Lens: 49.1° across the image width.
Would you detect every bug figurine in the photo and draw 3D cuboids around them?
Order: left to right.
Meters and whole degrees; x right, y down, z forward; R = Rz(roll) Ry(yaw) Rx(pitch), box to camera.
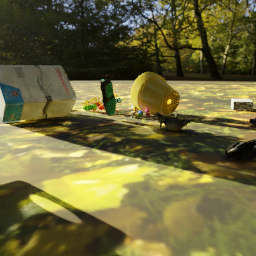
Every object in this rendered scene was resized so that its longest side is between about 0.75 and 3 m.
[{"bbox_3d":[-1.114,-1.078,12.585,1.647,0.547,2.124,-3,15,14],"label":"bug figurine"}]

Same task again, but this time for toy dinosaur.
[{"bbox_3d":[1.412,-0.112,8.306,0.737,0.554,1.441,-23,29,-30],"label":"toy dinosaur"}]

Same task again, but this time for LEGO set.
[{"bbox_3d":[0.406,-0.657,10.911,0.936,0.384,0.357,-9,14,-36],"label":"LEGO set"}]

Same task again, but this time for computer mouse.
[{"bbox_3d":[2.986,0.426,5.363,1.339,0.510,1.934,-10,15,-43],"label":"computer mouse"}]

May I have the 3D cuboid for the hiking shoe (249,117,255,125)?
[{"bbox_3d":[4.443,-0.315,9.014,1.107,0.480,0.412,-1,12,-2],"label":"hiking shoe"}]

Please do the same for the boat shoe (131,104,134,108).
[{"bbox_3d":[0.455,-1.242,13.473,0.574,0.487,1.576,1,12,7],"label":"boat shoe"}]

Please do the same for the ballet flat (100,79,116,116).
[{"bbox_3d":[-0.723,-1.112,9.900,0.505,1.485,0.508,-30,49,-28],"label":"ballet flat"}]

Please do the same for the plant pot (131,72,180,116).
[{"bbox_3d":[1.188,-1.270,11.283,1.636,1.636,1.539,-9,29,-38],"label":"plant pot"}]

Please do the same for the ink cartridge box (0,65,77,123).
[{"bbox_3d":[-3.441,-1.320,10.278,2.524,1.056,1.831,-9,58,-36],"label":"ink cartridge box"}]

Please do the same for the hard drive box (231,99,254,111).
[{"bbox_3d":[5.197,-1.067,12.795,0.846,0.417,1.086,4,12,17],"label":"hard drive box"}]
